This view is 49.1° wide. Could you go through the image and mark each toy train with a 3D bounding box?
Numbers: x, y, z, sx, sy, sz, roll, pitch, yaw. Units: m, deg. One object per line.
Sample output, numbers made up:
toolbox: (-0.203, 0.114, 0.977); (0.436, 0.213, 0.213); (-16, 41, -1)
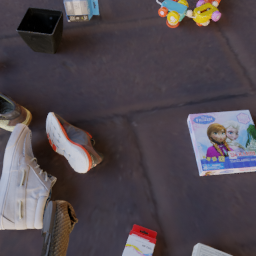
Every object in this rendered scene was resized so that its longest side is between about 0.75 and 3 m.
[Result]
toy train: (2.064, -4.031, 9.313); (2.505, 0.697, 1.881); (-6, 58, -7)

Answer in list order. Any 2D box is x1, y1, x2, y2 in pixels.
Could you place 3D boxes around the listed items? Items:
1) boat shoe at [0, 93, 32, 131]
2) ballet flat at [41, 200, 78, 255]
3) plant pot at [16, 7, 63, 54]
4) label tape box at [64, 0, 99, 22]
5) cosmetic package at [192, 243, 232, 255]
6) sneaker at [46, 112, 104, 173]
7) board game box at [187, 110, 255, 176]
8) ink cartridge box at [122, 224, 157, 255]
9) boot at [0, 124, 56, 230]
boat shoe: (-3.761, -0.704, 7.174); (2.646, 0.858, 0.969); (15, 60, 9)
ballet flat: (-0.633, 1.263, 2.387); (0.293, 0.426, 1.265); (16, 61, -26)
plant pot: (-2.511, -2.847, 8.409); (1.072, 0.951, 1.070); (8, 60, 5)
label tape box: (-1.501, -3.906, 9.154); (1.051, 0.753, 0.348); (-2, 59, -1)
cosmetic package: (1.442, 2.957, 5.206); (0.698, 0.493, 1.348); (19, 62, 11)
sneaker: (-1.307, 0.310, 6.814); (0.784, 0.738, 1.914); (-15, 52, -43)
board game box: (2.389, 0.328, 6.871); (1.572, 0.324, 1.569); (-5, 59, -3)
ink cartridge box: (0.218, 2.442, 5.609); (0.553, 0.320, 0.951); (17, 60, 9)
boot: (-2.148, 1.045, 6.246); (1.124, 0.865, 2.352); (5, 67, -5)
